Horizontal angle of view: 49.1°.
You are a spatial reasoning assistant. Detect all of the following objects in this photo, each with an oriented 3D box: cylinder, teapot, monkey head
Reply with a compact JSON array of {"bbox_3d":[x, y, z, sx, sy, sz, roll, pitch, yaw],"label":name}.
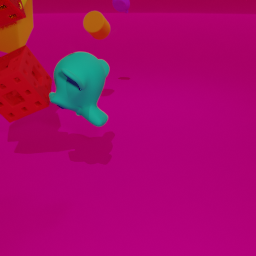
[{"bbox_3d":[-1.060,-3.504,9.609,0.738,0.738,0.738,6,0,14],"label":"cylinder"},{"bbox_3d":[-0.262,-5.046,11.133,0.702,1.129,0.553,-4,52,29],"label":"teapot"},{"bbox_3d":[-0.822,-0.808,5.688,1.431,1.198,1.989,38,23,0],"label":"monkey head"}]

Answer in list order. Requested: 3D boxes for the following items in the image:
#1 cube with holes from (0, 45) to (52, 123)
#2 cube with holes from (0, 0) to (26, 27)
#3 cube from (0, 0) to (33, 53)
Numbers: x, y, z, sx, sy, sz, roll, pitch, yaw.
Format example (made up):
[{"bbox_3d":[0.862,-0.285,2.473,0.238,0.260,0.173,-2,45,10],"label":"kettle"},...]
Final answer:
[{"bbox_3d":[-2.441,-0.965,6.203,1.030,1.030,1.030,-21,44,11],"label":"cube with holes"},{"bbox_3d":[-3.010,-2.799,5.463,1.260,1.260,1.260,-18,-3,3],"label":"cube with holes"},{"bbox_3d":[-3.378,-2.964,7.495,1.283,1.283,1.283,14,58,-9],"label":"cube"}]
